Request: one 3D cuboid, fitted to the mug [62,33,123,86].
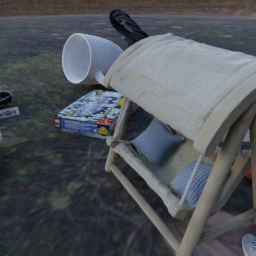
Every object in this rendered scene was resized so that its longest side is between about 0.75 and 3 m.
[{"bbox_3d":[-0.995,-2.395,10.878,2.167,1.824,2.471,-7,50,-45],"label":"mug"}]

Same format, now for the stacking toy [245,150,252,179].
[{"bbox_3d":[2.979,1.009,5.491,1.146,0.535,1.266,14,18,-36],"label":"stacking toy"}]

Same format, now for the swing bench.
[{"bbox_3d":[0.860,0.039,4.614,1.776,2.737,2.722,-14,29,-25],"label":"swing bench"}]

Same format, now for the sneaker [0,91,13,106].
[{"bbox_3d":[-4.598,-0.861,9.045,1.603,0.591,0.641,-9,13,-27],"label":"sneaker"}]

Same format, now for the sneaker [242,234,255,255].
[{"bbox_3d":[1.852,1.756,3.839,0.310,0.340,0.829,-3,26,-5],"label":"sneaker"}]

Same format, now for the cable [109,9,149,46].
[{"bbox_3d":[0.181,-3.455,9.947,0.523,1.681,2.061,-46,51,-3],"label":"cable"}]

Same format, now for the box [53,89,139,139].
[{"bbox_3d":[-0.804,-0.498,8.240,1.664,0.485,2.431,9,28,17],"label":"box"}]

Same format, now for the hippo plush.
[{"bbox_3d":[-3.254,0.448,5.726,2.043,1.627,1.642,-12,56,3],"label":"hippo plush"}]
